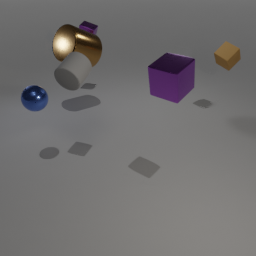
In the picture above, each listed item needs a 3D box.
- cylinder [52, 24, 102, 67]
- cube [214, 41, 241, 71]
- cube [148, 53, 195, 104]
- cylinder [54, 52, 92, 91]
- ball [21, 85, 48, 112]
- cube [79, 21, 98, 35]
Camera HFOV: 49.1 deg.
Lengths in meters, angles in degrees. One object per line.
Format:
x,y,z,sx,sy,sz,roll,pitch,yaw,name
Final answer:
-1.970,-3.158,10.967,1.400,1.400,1.400,23,13,36,cylinder
3.976,-2.874,11.199,0.700,0.700,0.700,-45,57,0,cube
0.910,-1.049,5.813,0.700,0.700,0.700,23,50,33,cube
-1.358,-1.412,6.968,0.700,0.700,0.700,11,51,19,cylinder
-2.476,-0.785,7.439,0.700,0.700,0.700,0,28,0,ball
-1.855,-4.389,12.866,0.700,0.700,0.700,20,39,-2,cube
